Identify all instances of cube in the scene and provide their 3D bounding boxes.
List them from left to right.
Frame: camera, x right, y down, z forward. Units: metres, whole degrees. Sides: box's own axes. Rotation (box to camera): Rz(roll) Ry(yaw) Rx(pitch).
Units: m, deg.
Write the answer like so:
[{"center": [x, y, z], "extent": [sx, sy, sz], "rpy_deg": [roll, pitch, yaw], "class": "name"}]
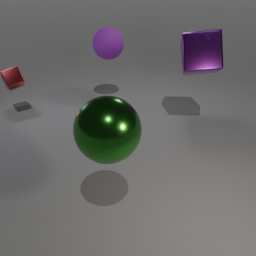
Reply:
[{"center": [-4.784, -2.040, 11.635], "extent": [0.700, 0.700, 0.700], "rpy_deg": [-27, 3, -24], "class": "cube"}, {"center": [2.768, -2.826, 10.664], "extent": [1.400, 1.400, 1.400], "rpy_deg": [-3, 5, 9], "class": "cube"}]

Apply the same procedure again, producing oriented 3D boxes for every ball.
[{"center": [-0.419, 0.037, 5.757], "extent": [1.400, 1.400, 1.400], "rpy_deg": [0, 29, 0], "class": "ball"}, {"center": [-0.893, -3.803, 12.641], "extent": [1.400, 1.400, 1.400], "rpy_deg": [0, 29, 0], "class": "ball"}]
